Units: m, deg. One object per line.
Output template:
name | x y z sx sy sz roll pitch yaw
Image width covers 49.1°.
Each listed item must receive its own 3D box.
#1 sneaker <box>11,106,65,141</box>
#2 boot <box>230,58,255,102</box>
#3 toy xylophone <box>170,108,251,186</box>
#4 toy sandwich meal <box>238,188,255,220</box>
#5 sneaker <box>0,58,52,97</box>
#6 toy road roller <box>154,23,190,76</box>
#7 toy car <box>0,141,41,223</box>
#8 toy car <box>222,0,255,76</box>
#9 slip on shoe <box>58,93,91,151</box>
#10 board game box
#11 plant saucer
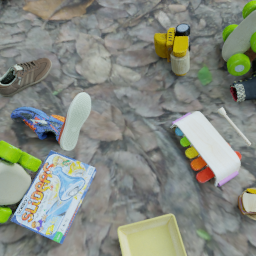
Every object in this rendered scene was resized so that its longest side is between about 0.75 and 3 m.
sneaker | -2.825 -0.094 9.012 2.147 0.809 0.842 15 69 9
boot | 4.287 -1.701 9.880 1.375 0.657 1.820 -6 62 0
toy xylophone | 2.616 0.449 8.785 1.887 0.647 2.577 -21 65 -10
toy sandwich meal | 3.709 2.165 8.084 1.047 0.359 1.047 0 63 0
sneaker | -3.650 -1.921 9.884 2.177 0.822 0.767 -41 70 -18
toy road roller | 1.588 -2.856 10.240 1.329 1.118 1.820 1 57 14
toy car | -4.108 1.185 7.905 2.391 1.887 1.964 22 75 23
toy car | 5.008 -2.815 10.040 2.676 2.112 2.198 21 50 -16
slip on shoe | -1.359 -0.185 6.951 0.458 0.555 1.497 14 84 52
board game box | -2.096 1.942 8.175 1.537 0.391 2.271 19 65 9
plant saucer | 0.671 3.312 7.491 1.636 0.396 1.636 -13 64 -5
